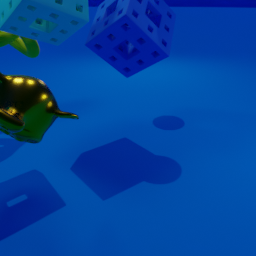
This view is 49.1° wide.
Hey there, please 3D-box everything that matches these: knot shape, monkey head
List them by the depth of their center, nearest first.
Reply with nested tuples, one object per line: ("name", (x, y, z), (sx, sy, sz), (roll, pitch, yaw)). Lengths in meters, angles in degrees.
("monkey head", (-1.119, -0.244, 3.002), (1.184, 0.714, 0.852), (33, -13, -15))
("knot shape", (-3.065, -2.518, 6.633), (1.843, 1.970, 0.910), (2, 48, -2))

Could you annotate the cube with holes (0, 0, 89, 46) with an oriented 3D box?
("cube with holes", (-1.498, -2.326, 4.942), (1.134, 1.134, 1.134), (4, -11, -41))

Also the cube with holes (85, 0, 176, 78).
("cube with holes", (0.085, -2.106, 5.978), (1.252, 1.252, 1.252), (-19, 49, 44))
